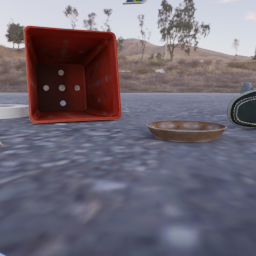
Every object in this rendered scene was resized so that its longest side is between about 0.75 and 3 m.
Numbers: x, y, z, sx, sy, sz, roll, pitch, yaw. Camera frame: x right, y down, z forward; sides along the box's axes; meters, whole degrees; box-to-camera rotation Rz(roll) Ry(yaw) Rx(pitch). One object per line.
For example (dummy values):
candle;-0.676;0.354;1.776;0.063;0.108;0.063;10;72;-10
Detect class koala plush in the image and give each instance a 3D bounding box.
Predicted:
koala plush;4.918;-0.942;10.653;1.298;1.193;1.151;20;2;-41

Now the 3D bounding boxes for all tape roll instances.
tape roll;-4.446;-0.580;9.692;2.019;0.369;2.019;0;9;0

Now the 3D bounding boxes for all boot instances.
boot;3.782;-0.340;6.095;2.625;0.948;1.983;-1;10;-8

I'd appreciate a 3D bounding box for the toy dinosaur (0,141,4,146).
toy dinosaur;-2.728;0.089;4.878;1.148;0.493;0.778;3;1;-12

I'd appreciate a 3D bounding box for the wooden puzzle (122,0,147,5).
wooden puzzle;0.309;-3.614;7.662;0.720;0.180;0.777;17;53;37

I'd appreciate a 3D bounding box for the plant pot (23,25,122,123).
plant pot;-1.919;-1.480;9.025;2.656;2.654;2.341;-4;0;-22

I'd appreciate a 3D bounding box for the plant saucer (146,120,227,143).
plant saucer;1.167;0.058;5.701;1.583;0.273;1.583;0;7;0

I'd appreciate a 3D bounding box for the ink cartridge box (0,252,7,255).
ink cartridge box;0.064;0.617;0.150;1.622;0.762;0.359;5;10;32
